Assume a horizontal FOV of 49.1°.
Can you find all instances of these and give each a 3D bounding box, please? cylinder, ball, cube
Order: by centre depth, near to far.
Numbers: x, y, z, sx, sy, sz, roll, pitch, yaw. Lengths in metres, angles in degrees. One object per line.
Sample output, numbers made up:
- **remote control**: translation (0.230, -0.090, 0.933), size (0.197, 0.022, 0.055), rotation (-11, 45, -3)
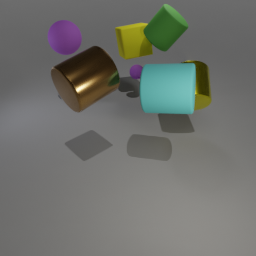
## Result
- **cylinder**: translation (-1.182, -1.366, 7.836), size (1.400, 1.400, 1.400), rotation (-35, 44, -23)
- **cylinder**: translation (1.164, -1.113, 7.968), size (1.400, 1.400, 1.400), rotation (3, 31, 16)
- **cylinder**: translation (2.341, -1.541, 10.421), size (1.400, 1.400, 1.400), rotation (1, 69, 2)
- **ball**: translation (-2.658, -3.802, 11.802), size (1.400, 1.400, 1.400), rotation (0, 32, 0)
- **cylinder**: translation (1.615, -4.284, 12.041), size (1.400, 1.400, 1.400), rotation (29, 37, -24)
- **ball**: translation (0.422, -2.690, 13.442), size (0.700, 0.700, 0.700), rotation (0, 32, 0)
- **cube**: translation (0.275, -4.228, 13.571), size (1.400, 1.400, 1.400), rotation (-13, 25, -9)
